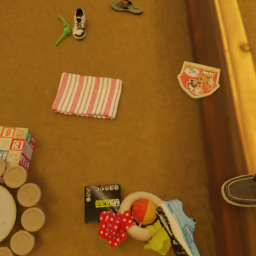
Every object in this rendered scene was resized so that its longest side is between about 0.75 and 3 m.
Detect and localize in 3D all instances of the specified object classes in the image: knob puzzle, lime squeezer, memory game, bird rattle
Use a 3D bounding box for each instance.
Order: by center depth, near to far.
[{"bbox_3d":[-3.594,2.191,7.076,2.971,0.189,2.971,0,81,0],"label":"memory game"},{"bbox_3d":[0.288,2.396,7.199,1.982,1.116,1.616,12,44,12],"label":"bird rattle"},{"bbox_3d":[2.423,-1.640,9.612,1.627,0.226,1.627,0,62,0],"label":"knob puzzle"},{"bbox_3d":[-2.480,-3.820,10.812,0.561,0.300,1.588,-18,60,26],"label":"lime squeezer"}]

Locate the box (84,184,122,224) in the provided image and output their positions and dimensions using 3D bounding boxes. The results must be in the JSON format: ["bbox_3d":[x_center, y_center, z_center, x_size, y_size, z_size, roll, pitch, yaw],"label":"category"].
[{"bbox_3d":[-0.673,2.054,7.620,1.017,0.242,0.982,-3,59,-1],"label":"box"}]

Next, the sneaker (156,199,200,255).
[{"bbox_3d":[1.147,2.045,5.409,0.655,0.571,1.457,-23,84,-25],"label":"sneaker"}]

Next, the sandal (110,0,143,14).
[{"bbox_3d":[-0.046,-4.971,11.303,1.375,0.392,0.546,14,63,7],"label":"sandal"}]

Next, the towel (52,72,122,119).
[{"bbox_3d":[-1.321,-1.092,9.270,2.097,0.314,1.534,7,63,4],"label":"towel"}]

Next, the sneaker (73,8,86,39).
[{"bbox_3d":[-1.891,-3.994,10.680,0.499,0.578,1.319,-4,63,-4],"label":"sneaker"}]

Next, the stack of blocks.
[{"bbox_3d":[-4.166,0.728,8.034,2.558,0.749,1.473,4,62,2],"label":"stack of blocks"}]

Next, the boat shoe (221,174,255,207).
[{"bbox_3d":[3.851,1.564,7.541,2.534,0.833,0.905,-2,62,-1],"label":"boat shoe"}]
